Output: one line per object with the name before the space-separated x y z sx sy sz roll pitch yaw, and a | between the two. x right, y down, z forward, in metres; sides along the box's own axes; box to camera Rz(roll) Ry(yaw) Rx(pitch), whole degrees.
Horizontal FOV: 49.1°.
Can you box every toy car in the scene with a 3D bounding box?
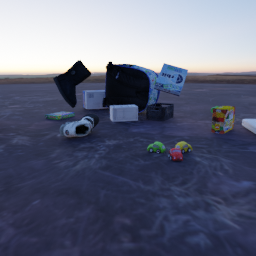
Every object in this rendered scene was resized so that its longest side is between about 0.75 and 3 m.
toy car | 1.145 0.587 8.159 1.245 0.295 1.323 6 13 27

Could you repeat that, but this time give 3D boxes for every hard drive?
hard drive | 5.625 0.049 10.556 1.792 0.357 2.718 1 12 5

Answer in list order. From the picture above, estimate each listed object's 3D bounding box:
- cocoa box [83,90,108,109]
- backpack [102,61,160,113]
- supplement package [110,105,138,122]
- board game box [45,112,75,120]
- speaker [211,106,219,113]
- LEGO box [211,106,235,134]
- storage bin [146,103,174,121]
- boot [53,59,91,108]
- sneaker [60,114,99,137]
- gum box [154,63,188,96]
cocoa box | -1.894 -1.788 17.471 1.673 1.116 1.098 -4 13 -19
backpack | 0.367 -2.254 15.915 2.970 2.718 2.183 16 18 33
supplement package | -0.204 -0.717 13.372 1.238 0.704 0.678 -3 13 -14
board game box | -3.464 -0.643 14.308 0.864 0.187 1.284 6 13 28
speaker | 4.943 -1.035 15.771 0.368 0.368 0.832 8 14 33
LEGO box | 3.770 -0.346 11.052 0.485 0.935 1.256 9 16 36
storage bin | 1.613 -0.825 13.982 0.989 0.686 1.463 7 14 29
boot | -2.074 -1.817 11.184 1.441 1.715 0.655 -35 -27 4
sneaker | -1.554 -0.030 10.348 0.810 0.678 1.831 8 24 35
gum box | 1.928 -2.170 12.472 1.172 1.379 0.307 19 -26 10
